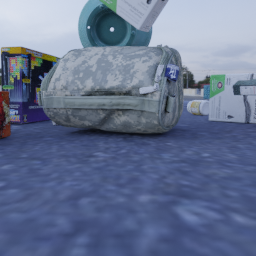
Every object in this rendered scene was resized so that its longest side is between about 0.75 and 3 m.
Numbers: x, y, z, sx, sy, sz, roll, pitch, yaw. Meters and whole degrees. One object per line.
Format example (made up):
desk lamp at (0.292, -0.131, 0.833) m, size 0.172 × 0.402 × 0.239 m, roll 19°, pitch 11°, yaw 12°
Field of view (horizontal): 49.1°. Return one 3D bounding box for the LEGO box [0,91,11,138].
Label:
LEGO box at (-3.825, -0.217, 5.172) m, size 2.504 × 0.966 × 1.865 m, roll 1°, pitch 7°, yaw 10°

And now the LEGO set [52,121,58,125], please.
LEGO set at (-1.791, -0.231, 8.496) m, size 0.858 × 0.282 × 1.148 m, roll -4°, pitch 7°, yaw -3°

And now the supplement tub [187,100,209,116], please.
supplement tub at (3.198, -0.922, 12.640) m, size 0.675 × 0.675 × 0.934 m, roll -4°, pitch 8°, yaw -31°

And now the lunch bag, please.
lunch bag at (-0.197, -0.834, 6.506) m, size 2.973 × 2.072 × 2.494 m, roll 3°, pitch 19°, yaw 19°

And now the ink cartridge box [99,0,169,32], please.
ink cartridge box at (0.324, -3.025, 5.594) m, size 1.250 × 1.711 × 0.721 m, roll 38°, pitch 24°, yaw 7°

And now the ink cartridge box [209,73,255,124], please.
ink cartridge box at (3.863, -0.979, 9.127) m, size 2.184 × 1.594 × 0.918 m, roll 5°, pitch 8°, yaw 36°

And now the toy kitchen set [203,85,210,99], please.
toy kitchen set at (4.374, -1.369, 13.389) m, size 1.734 × 1.389 × 1.022 m, roll 6°, pitch 8°, yaw 44°

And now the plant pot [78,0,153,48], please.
plant pot at (-0.507, -3.439, 9.756) m, size 2.783 × 2.783 × 1.864 m, roll 0°, pitch 19°, yaw 3°

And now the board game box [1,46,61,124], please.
board game box at (-3.131, -1.413, 9.701) m, size 0.792 × 2.309 × 2.794 m, roll 2°, pitch 7°, yaw 15°
